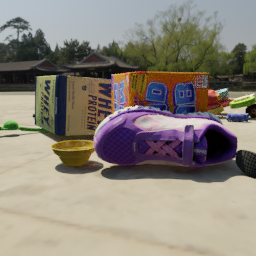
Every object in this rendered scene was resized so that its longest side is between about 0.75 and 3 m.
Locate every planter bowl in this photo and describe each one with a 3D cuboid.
[{"bbox_3d":[-1.072,0.527,5.648,0.950,0.396,0.950,0,9,0],"label":"planter bowl"}]

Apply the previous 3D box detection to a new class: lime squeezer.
[{"bbox_3d":[-3.722,-0.342,8.635,2.885,1.019,0.544,39,-28,-31],"label":"lime squeezer"}]

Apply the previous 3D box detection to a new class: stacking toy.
[{"bbox_3d":[4.766,-1.564,13.487,2.444,1.140,2.699,-14,9,28],"label":"stacking toy"}]

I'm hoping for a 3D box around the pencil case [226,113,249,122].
[{"bbox_3d":[4.531,-0.446,11.596,0.880,0.343,0.382,3,-27,16],"label":"pencil case"}]

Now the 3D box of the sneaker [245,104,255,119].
[{"bbox_3d":[6.451,-0.836,12.527,2.174,0.846,0.893,5,10,27],"label":"sneaker"}]

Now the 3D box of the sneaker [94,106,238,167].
[{"bbox_3d":[0.833,0.260,5.311,2.897,1.165,1.281,-2,17,-16],"label":"sneaker"}]

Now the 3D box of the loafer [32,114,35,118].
[{"bbox_3d":[-3.923,-0.662,12.866,0.389,0.380,1.066,7,12,36],"label":"loafer"}]

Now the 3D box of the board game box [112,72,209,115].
[{"bbox_3d":[0.673,-0.411,6.853,1.831,1.831,1.832,-2,10,-14],"label":"board game box"}]

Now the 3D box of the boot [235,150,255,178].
[{"bbox_3d":[2.592,0.689,4.875,0.817,0.433,1.242,-3,20,-36],"label":"boot"}]

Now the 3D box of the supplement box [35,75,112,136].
[{"bbox_3d":[-1.492,-0.771,9.133,2.485,1.668,2.483,-2,9,-33],"label":"supplement box"}]
